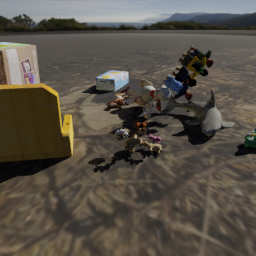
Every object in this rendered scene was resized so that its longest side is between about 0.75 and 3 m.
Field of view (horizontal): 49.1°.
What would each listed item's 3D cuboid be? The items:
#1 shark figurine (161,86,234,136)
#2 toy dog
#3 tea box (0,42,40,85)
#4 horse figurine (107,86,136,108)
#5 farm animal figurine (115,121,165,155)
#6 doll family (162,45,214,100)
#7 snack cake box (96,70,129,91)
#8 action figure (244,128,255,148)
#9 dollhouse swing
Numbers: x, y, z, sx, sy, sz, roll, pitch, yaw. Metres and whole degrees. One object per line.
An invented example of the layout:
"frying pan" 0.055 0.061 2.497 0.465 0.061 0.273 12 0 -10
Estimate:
"shark figurine" 2.532 -0.821 9.856 1.828 1.277 3.059 -9 26 -23
"toy dog" 1.097 -1.193 10.871 1.048 1.436 2.177 19 21 -27
"tea box" -4.762 -1.804 10.433 2.482 2.523 1.686 10 25 22
"horse figurine" -0.237 -1.245 11.741 1.061 0.400 1.601 -13 29 13
"farm animal figurine" 0.345 0.319 7.777 1.124 1.137 0.593 -26 22 12
"doll family" 2.229 -1.926 10.131 1.241 2.146 0.842 40 21 15
"snack cake box" -0.783 -2.457 14.427 1.058 0.618 1.840 7 25 19
"action figure" 4.224 0.186 8.348 2.161 0.591 1.276 -17 31 -28
"dollhouse swing" -2.809 -0.344 7.516 2.451 2.154 2.227 -4 24 -8
